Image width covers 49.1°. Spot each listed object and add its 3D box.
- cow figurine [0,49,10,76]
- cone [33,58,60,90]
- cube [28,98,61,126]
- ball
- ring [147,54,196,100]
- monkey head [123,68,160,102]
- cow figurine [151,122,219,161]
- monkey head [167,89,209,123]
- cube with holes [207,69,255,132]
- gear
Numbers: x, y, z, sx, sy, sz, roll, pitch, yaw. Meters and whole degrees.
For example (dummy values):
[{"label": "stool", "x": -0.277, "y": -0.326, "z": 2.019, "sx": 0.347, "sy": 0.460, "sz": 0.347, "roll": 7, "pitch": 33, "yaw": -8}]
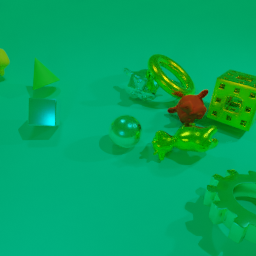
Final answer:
[{"label": "cow figurine", "x": -4.818, "y": -2.155, "z": 9.241, "sx": 1.642, "sy": 1.616, "sz": 0.902, "roll": -27, "pitch": 89, "yaw": -16}, {"label": "cone", "x": -2.839, "y": -1.846, "z": 9.123, "sx": 0.939, "sy": 0.943, "sz": 0.939, "roll": -19, "pitch": 13, "yaw": 5}, {"label": "cube", "x": -2.250, "y": -0.439, "z": 7.618, "sx": 0.720, "sy": 0.720, "sz": 0.720, "roll": 2, "pitch": 4, "yaw": -4}, {"label": "ball", "x": -0.066, "y": 0.095, "z": 7.273, "sx": 0.884, "sy": 0.884, "sz": 0.884, "roll": 0, "pitch": 40, "yaw": 0}, {"label": "ring", "x": 1.419, "y": -1.657, "z": 9.032, "sx": 1.898, "sy": 0.380, "sz": 1.898, "roll": 27, "pitch": 38, "yaw": -23}, {"label": "monkey head", "x": 0.500, "y": -1.498, "z": 8.863, "sx": 1.681, "sy": 1.210, "sz": 1.013, "roll": 18, "pitch": 66, "yaw": 11}, {"label": "cow figurine", "x": 1.359, "y": 0.327, "z": 6.936, "sx": 1.397, "sy": 0.780, "sz": 1.420, "roll": -23, "pitch": 21, "yaw": -39}, {"label": "monkey head", "x": 1.725, "y": -0.646, "z": 8.021, "sx": 1.331, "sy": 0.957, "sz": 0.802, "roll": -28, "pitch": 51, "yaw": 20}, {"label": "cube with holes", "x": 3.123, "y": -0.826, "z": 7.905, "sx": 1.192, "sy": 1.192, "sz": 1.192, "roll": 23, "pitch": 33, "yaw": 27}, {"label": "gear", "x": 2.571, "y": 1.548, "z": 5.516, "sx": 2.042, "sy": 0.378, "sz": 2.042, "roll": 5, "pitch": 25, "yaw": -2}]
